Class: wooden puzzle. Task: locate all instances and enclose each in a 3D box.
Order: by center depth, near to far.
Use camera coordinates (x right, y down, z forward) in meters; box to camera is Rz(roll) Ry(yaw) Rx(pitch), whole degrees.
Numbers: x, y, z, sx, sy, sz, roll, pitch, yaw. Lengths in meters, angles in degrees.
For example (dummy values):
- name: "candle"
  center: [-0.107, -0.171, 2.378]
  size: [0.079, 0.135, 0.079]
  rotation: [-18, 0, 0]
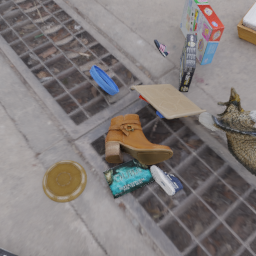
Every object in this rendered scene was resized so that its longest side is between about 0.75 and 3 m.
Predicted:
- name: "wooden puzzle"
  center: [1.409, -0.905, 9.999]
  size: [1.997, 0.499, 2.157]
  rotation: [-10, 40, -41]

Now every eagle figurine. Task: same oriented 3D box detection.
- name: "eagle figurine"
  center: [3.575, 0.065, 8.647]
  size: [2.209, 2.197, 2.911]
  rotation: [11, 45, -5]

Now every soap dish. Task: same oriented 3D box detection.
- name: "soap dish"
  center: [6.247, -4.344, 12.218]
  size: [2.504, 1.017, 1.970]
  rotation: [32, 64, 17]

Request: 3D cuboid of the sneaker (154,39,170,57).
- name: "sneaker"
  center: [1.310, -3.143, 10.819]
  size: [0.332, 0.809, 0.284]
  rotation: [-40, 28, 3]

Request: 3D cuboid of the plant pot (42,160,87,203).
- name: "plant pot"
  center: [-2.069, 1.679, 9.105]
  size: [1.461, 0.201, 1.461]
  rotation: [0, 59, -1]

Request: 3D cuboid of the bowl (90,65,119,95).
- name: "bowl"
  center: [-0.893, -1.769, 10.494]
  size: [0.267, 1.359, 1.359]
  rotation: [-41, 63, 15]

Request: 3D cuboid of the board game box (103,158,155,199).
- name: "board game box"
  center: [0.019, 1.589, 9.153]
  size: [1.426, 0.201, 0.965]
  rotation: [-21, 61, -12]

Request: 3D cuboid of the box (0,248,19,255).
- name: "box"
  center: [-3.873, 4.294, 7.229]
  size: [2.977, 0.719, 2.357]
  rotation: [17, 60, 11]

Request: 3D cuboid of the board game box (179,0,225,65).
- name: "board game box"
  center: [2.964, -4.181, 11.618]
  size: [0.502, 1.906, 2.491]
  rotation: [-13, 61, -9]

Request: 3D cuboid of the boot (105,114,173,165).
- name: "boot"
  center: [0.354, 0.326, 9.524]
  size: [2.271, 0.871, 1.763]
  rotation: [-6, 50, 13]

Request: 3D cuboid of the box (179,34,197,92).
- name: "box"
  center: [2.301, -2.517, 10.896]
  size: [0.434, 1.424, 1.767]
  rotation: [7, 59, 4]

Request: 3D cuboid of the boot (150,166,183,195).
- name: "boot"
  center: [1.241, 1.634, 9.073]
  size: [0.523, 0.421, 1.157]
  rotation: [-16, 54, -34]
